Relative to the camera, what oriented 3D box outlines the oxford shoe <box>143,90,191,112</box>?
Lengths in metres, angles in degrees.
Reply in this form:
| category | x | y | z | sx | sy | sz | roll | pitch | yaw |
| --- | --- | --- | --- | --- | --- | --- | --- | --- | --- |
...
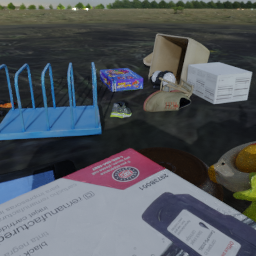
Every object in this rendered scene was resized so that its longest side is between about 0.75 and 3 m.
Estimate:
| category | x | y | z | sx | sy | sz | roll | pitch | yaw |
| --- | --- | --- | --- | --- | --- | --- | --- | --- | --- |
| oxford shoe | 1.221 | -0.790 | 8.467 | 1.701 | 0.599 | 0.636 | -19 | 36 | -34 |

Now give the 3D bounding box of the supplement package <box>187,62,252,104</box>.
| category | x | y | z | sx | sy | sz | roll | pitch | yaw |
| --- | --- | --- | --- | --- | --- | --- | --- | --- | --- |
| supplement package | 3.117 | -1.628 | 9.818 | 1.375 | 0.979 | 1.765 | -9 | 26 | -18 |

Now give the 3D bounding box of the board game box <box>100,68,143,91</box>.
| category | x | y | z | sx | sy | sz | roll | pitch | yaw |
| --- | --- | --- | --- | --- | --- | --- | --- | --- | --- |
| board game box | -0.304 | -1.977 | 11.268 | 1.254 | 0.418 | 1.865 | -8 | 25 | -16 |

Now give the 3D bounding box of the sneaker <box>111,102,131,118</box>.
| category | x | y | z | sx | sy | sz | roll | pitch | yaw |
| --- | --- | --- | --- | --- | --- | --- | --- | --- | --- |
| sneaker | -0.159 | -0.530 | 7.939 | 0.393 | 0.431 | 1.064 | 9 | 11 | 16 |

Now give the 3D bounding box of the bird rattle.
| category | x | y | z | sx | sy | sz | roll | pitch | yaw |
| --- | --- | --- | --- | --- | --- | --- | --- | --- | --- |
| bird rattle | 2.262 | 0.520 | 4.231 | 2.213 | 1.247 | 1.804 | -35 | 23 | -22 |

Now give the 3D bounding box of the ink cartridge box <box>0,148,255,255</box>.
| category | x | y | z | sx | sy | sz | roll | pitch | yaw |
| --- | --- | --- | --- | --- | --- | --- | --- | --- | --- |
| ink cartridge box | 0.227 | 1.533 | 2.445 | 2.091 | 1.218 | 2.889 | -20 | 34 | -38 |

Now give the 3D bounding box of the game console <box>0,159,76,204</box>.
| category | x | y | z | sx | sy | sz | roll | pitch | yaw |
| --- | --- | --- | --- | --- | --- | --- | --- | --- | --- |
| game console | -1.260 | 1.224 | 3.672 | 1.569 | 1.380 | 0.913 | -11 | -2 | -25 |

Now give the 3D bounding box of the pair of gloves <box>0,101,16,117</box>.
| category | x | y | z | sx | sy | sz | roll | pitch | yaw |
| --- | --- | --- | --- | --- | --- | --- | --- | --- | --- |
| pair of gloves | -4.279 | -0.587 | 8.494 | 1.323 | 0.184 | 1.485 | -1 | 24 | -1 |

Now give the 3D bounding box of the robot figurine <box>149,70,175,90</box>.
| category | x | y | z | sx | sy | sz | roll | pitch | yaw |
| --- | --- | --- | --- | --- | --- | --- | --- | --- | --- |
| robot figurine | 1.325 | -1.844 | 10.730 | 1.020 | 0.766 | 0.636 | 20 | 15 | 42 |

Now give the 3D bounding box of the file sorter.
| category | x | y | z | sx | sy | sz | roll | pitch | yaw |
| --- | --- | --- | --- | --- | --- | --- | --- | --- | --- |
| file sorter | -2.036 | -0.806 | 7.264 | 2.533 | 1.554 | 1.758 | -4 | 24 | -7 |

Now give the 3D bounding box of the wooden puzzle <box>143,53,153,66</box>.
| category | x | y | z | sx | sy | sz | roll | pitch | yaw |
| --- | --- | --- | --- | --- | --- | --- | --- | --- | --- |
| wooden puzzle | 2.261 | -3.123 | 13.682 | 2.628 | 0.608 | 2.434 | 12 | 27 | 14 |

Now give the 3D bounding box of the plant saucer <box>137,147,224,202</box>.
| category | x | y | z | sx | sy | sz | roll | pitch | yaw |
| --- | --- | --- | --- | --- | --- | --- | --- | --- | --- |
| plant saucer | 0.624 | 0.865 | 5.050 | 2.147 | 0.393 | 2.147 | 1 | 24 | 0 |

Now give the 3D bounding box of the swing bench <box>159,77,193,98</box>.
| category | x | y | z | sx | sy | sz | roll | pitch | yaw |
| --- | --- | --- | --- | --- | --- | --- | --- | --- | --- |
| swing bench | 1.609 | -1.321 | 9.638 | 0.952 | 0.618 | 0.947 | 0 | 23 | -12 |

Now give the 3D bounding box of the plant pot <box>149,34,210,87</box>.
| category | x | y | z | sx | sy | sz | roll | pitch | yaw |
| --- | --- | --- | --- | --- | --- | --- | --- | --- | --- |
| plant pot | 2.188 | -2.671 | 11.340 | 1.652 | 1.864 | 1.866 | -4 | 22 | -35 |
